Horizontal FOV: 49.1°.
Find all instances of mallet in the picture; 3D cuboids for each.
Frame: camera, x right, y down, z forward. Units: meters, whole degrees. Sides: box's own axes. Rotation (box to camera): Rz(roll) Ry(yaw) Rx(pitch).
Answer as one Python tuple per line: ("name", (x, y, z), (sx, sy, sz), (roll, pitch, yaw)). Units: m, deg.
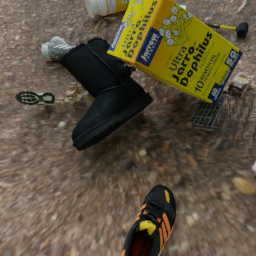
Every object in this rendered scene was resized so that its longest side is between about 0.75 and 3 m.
("mallet", (3.788, -4.068, 11.178), (1.997, 0.411, 0.658), (21, 52, 23))

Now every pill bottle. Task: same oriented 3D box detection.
("pill bottle", (-0.856, -5.368, 11.891), (1.764, 0.979, 0.979), (-22, 52, -19))

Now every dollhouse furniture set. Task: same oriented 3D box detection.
("dollhouse furniture set", (-1.364, -0.804, 8.187), (1.026, 0.667, 0.942), (1, 43, 30))

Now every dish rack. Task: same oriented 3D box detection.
("dish rack", (3.022, -0.298, 7.420), (2.477, 0.676, 1.900), (10, 43, 30))

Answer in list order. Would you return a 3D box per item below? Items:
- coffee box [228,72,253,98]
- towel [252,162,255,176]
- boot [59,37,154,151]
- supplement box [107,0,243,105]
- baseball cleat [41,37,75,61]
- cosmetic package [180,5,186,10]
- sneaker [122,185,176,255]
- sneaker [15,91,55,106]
("coffee box", (3.500, -1.355, 8.721), (0.461, 0.321, 0.806), (29, 54, 24))
("towel", (4.333, 0.701, 6.525), (2.194, 0.354, 2.096), (18, 50, 36))
("boot", (-0.883, -1.025, 7.334), (2.899, 1.073, 2.376), (-36, 85, -35))
("supplement box", (1.224, -1.934, 7.214), (2.883, 1.569, 1.579), (19, 11, -33))
("baseball cleat", (-2.255, -2.470, 9.577), (1.091, 0.715, 2.050), (-34, 46, -20))
("cosmetic package", (1.163, -3.155, 9.474), (1.340, 1.602, 1.332), (8, 48, 7))
("sneaker", (0.463, 1.886, 5.361), (0.747, 0.962, 2.137), (18, 51, 15))
("sneaker", (-2.676, -0.788, 7.986), (1.112, 0.493, 0.427), (1, 80, -42))
